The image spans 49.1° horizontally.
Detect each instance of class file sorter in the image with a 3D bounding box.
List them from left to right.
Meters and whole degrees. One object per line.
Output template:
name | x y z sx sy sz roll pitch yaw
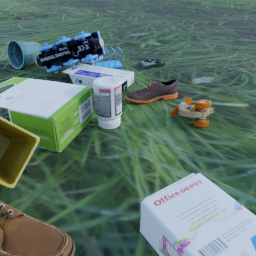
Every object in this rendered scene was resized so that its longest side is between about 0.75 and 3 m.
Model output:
file sorter | -0.967 -3.165 12.642 1.296 0.795 0.899 -10 32 -14

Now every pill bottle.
pill bottle | -0.571 -0.718 8.063 0.785 1.378 0.785 0 31 0

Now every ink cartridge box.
ink cartridge box | -2.687 -0.547 8.091 2.789 1.056 2.061 11 33 17
ink cartridge box | -1.181 -2.001 11.024 2.588 0.507 1.287 15 35 20
ink cartridge box | 1.284 1.760 4.543 1.398 0.819 1.935 -18 37 -27

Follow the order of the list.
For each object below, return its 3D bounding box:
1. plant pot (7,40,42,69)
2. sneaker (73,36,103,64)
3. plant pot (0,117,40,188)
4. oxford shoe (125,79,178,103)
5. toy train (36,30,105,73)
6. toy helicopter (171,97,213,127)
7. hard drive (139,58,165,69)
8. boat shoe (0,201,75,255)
plant pot | -4.590 -3.388 12.726 1.238 1.238 1.213 21 30 31
sneaker | -2.191 -3.691 13.161 2.000 1.138 0.755 4 32 7
plant pot | -2.888 0.444 6.120 1.230 1.202 1.195 2 63 56
oxford shoe | 0.820 -1.326 9.711 1.927 0.699 0.686 -11 33 -17
toy train | -2.323 -3.155 11.521 2.894 1.255 1.653 -14 18 11
toy helicopter | 2.127 -0.624 8.815 1.183 0.706 1.790 8 20 31
hard drive | 1.083 -2.963 12.885 1.008 0.191 0.705 -15 34 -24
boat shoe | -2.192 1.711 4.542 2.657 0.903 0.956 5 32 8
